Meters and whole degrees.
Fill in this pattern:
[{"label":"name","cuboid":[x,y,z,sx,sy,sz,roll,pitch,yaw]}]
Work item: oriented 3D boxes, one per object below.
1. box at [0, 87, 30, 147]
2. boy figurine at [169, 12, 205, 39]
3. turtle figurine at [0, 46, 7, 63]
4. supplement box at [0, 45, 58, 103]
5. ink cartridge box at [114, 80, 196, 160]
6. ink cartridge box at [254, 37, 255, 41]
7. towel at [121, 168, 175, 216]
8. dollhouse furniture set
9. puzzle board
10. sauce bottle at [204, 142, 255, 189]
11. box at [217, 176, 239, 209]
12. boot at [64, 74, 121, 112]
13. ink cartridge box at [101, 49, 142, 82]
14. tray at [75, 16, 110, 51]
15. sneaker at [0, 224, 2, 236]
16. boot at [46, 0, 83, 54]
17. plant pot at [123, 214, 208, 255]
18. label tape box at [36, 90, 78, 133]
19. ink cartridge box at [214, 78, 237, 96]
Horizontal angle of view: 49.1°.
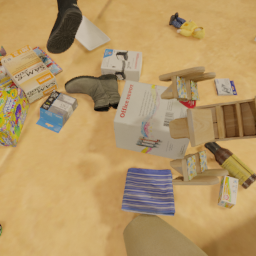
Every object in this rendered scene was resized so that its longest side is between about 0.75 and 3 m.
[{"label":"box","cuboid":[-5.097,-0.466,10.755,1.900,1.203,1.973,4,58,2]},{"label":"boy figurine","cuboid":[2.958,-5.020,13.997,1.203,0.623,1.935,-37,62,-24]},{"label":"turtle figurine","cuboid":[-6.325,-2.963,12.462,1.857,1.390,0.935,-29,96,-22]},{"label":"supplement box","cuboid":[-4.181,-2.312,11.847,1.406,0.820,2.231,-35,69,-20]},{"label":"ink cartridge box","cuboid":[0.961,-0.260,10.192,2.636,1.906,1.915,12,58,7]},{"label":"ink cartridge box","cuboid":[6.697,-4.616,13.715,0.869,0.637,0.360,-35,64,-19]},{"label":"towel","cuboid":[0.690,1.962,9.109,1.626,0.268,2.247,4,24,4]},{"label":"dollhouse furniture set","cuboid":[2.400,-0.122,7.419,1.906,2.929,2.691,-8,89,32]},{"label":"puzzle board","cuboid":[-4.713,-2.523,12.627,2.825,0.246,2.129,-37,65,-21]},{"label":"sauce bottle","cuboid":[3.630,1.212,10.010,0.677,0.677,2.093,-32,62,-18]},{"label":"box","cuboid":[3.385,2.175,9.481,0.471,0.523,0.930,15,60,10]},{"label":"boot","cuboid":[-1.434,-1.383,11.628,2.370,0.802,1.548,-9,64,-4]},{"label":"ink cartridge box","cuboid":[-0.260,-2.811,12.519,1.698,0.711,1.232,6,58,4]},{"label":"tray","cuboid":[-2.077,-4.692,13.982,1.303,0.269,2.427,-34,63,-20]},{"label":"sneaker","cuboid":[-4.436,3.455,8.684,0.460,0.502,1.179,33,63,19]},{"label":"boot","cuboid":[-2.570,-4.516,10.827,0.879,2.207,2.677,10,53,-40]},{"label":"plant pot","cuboid":[0.947,3.629,7.773,2.258,2.258,2.411,-27,49,-16]},{"label":"label tape box","cuboid":[-2.900,-0.687,11.314,1.112,0.488,1.542,21,60,13]},{"label":"ink cartridge box","cuboid":[4.272,-1.788,12.195,0.880,0.179,0.878,-1,58,-1]}]
